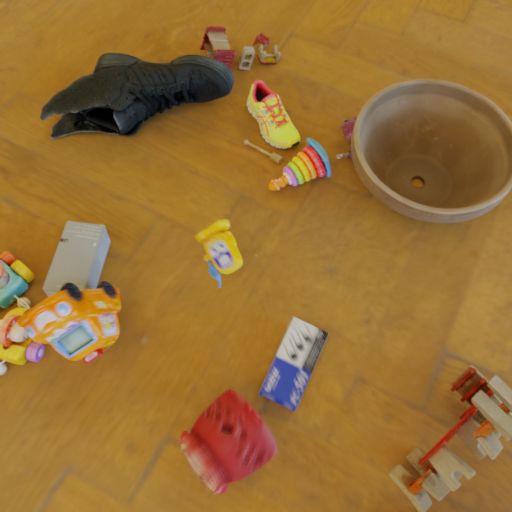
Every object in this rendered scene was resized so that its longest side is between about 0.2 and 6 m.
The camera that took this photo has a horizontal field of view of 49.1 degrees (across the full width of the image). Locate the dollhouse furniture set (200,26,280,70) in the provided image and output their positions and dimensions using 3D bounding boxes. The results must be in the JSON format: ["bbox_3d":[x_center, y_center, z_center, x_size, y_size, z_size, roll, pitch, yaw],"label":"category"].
[{"bbox_3d":[-0.410,-5.202,14.275,1.785,0.726,0.961,-6,60,-23],"label":"dollhouse furniture set"}]

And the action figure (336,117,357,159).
[{"bbox_3d":[2.389,-2.575,12.951,0.941,0.846,1.263,8,68,-46],"label":"action figure"}]

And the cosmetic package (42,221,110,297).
[{"bbox_3d":[-3.604,0.165,11.342,0.856,0.723,1.603,7,59,2],"label":"cosmetic package"}]

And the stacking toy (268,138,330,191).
[{"bbox_3d":[0.900,-1.853,12.464,1.431,0.785,0.830,-33,62,-4],"label":"stacking toy"}]

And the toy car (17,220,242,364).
[{"bbox_3d":[-2.055,0.673,10.104,3.999,1.961,1.331,-29,79,-1],"label":"toy car"}]

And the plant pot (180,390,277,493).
[{"bbox_3d":[-0.521,3.118,9.352,1.225,1.345,1.345,-33,67,-24],"label":"plant pot"}]

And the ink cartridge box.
[{"bbox_3d":[0.713,2.016,10.515,0.743,0.349,1.580,24,65,6],"label":"ink cartridge box"}]

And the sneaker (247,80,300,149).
[{"bbox_3d":[0.366,-3.311,13.069,0.758,0.876,1.939,-30,68,-16],"label":"sneaker"}]

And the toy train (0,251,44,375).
[{"bbox_3d":[-5.391,1.270,10.646,2.425,0.898,3.229,-11,63,-6],"label":"toy train"}]

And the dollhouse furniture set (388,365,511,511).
[{"bbox_3d":[3.388,2.794,9.272,2.259,2.284,1.176,-15,55,-46],"label":"dollhouse furniture set"}]

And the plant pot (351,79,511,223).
[{"bbox_3d":[3.655,-1.978,11.962,3.416,1.577,3.416,0,63,0],"label":"plant pot"}]

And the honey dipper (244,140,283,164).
[{"bbox_3d":[0.150,-2.445,13.015,1.044,0.198,0.198,32,67,19],"label":"honey dipper"}]

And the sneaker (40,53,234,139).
[{"bbox_3d":[-2.720,-3.592,13.063,4.148,1.246,2.163,8,61,10],"label":"sneaker"}]
